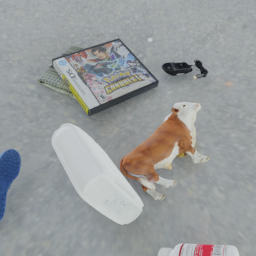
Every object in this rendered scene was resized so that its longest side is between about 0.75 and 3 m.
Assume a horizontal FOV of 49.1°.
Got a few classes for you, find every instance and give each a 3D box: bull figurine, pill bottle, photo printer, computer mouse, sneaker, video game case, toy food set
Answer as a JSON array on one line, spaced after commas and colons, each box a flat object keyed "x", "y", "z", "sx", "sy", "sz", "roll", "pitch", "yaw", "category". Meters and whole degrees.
[{"x": 1.036, "y": 0.508, "z": 6.913, "sx": 2.560, "sy": 0.834, "sz": 1.554, "roll": -40, "pitch": 67, "yaw": -4, "category": "bull figurine"}, {"x": 1.364, "y": 2.701, "z": 5.436, "sx": 1.491, "sy": 0.837, "sz": 0.837, "roll": -9, "pitch": 50, "yaw": 26, "category": "pill bottle"}, {"x": -0.749, "y": 0.908, "z": 6.166, "sx": 0.759, "sy": 1.819, "sz": 2.186, "roll": -42, "pitch": 44, "yaw": -2, "category": "photo printer"}, {"x": 1.847, "y": -1.790, "z": 9.059, "sx": 1.423, "sy": 0.328, "sz": 0.999, "roll": -9, "pitch": 44, "yaw": -12, "category": "computer mouse"}, {"x": -3.019, "y": 1.325, "z": 6.431, "sx": 0.678, "sy": 0.611, "sz": 1.741, "roll": -17, "pitch": 52, "yaw": 38, "category": "sneaker"}, {"x": -0.697, "y": -1.714, "z": 8.738, "sx": 2.535, "sy": 0.323, "sz": 2.291, "roll": -26, "pitch": 64, "yaw": -25, "category": "video game case"}, {"x": 1.459, "y": 0.534, "z": 7.618, "sx": 0.912, "sy": 0.183, "sz": 0.629, "roll": 5, "pitch": 52, "yaw": 3, "category": "toy food set"}]

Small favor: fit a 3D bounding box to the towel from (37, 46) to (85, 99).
[{"x": -1.513, "y": -1.832, "z": 9.300, "sx": 2.190, "sy": 0.378, "sz": 2.108, "roll": 20, "pitch": 54, "yaw": 16, "category": "towel"}]
